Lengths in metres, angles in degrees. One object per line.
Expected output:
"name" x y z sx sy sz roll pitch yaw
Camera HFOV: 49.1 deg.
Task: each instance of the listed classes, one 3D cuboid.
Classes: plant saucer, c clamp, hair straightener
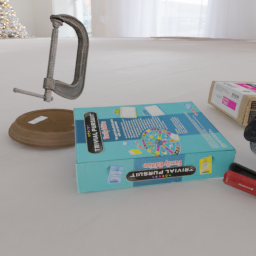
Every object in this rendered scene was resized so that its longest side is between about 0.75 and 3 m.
"plant saucer" -1.922 -0.082 7.282 2.227 0.328 2.227 4 22 -1
"c clamp" -1.311 -1.395 5.553 0.269 1.985 1.696 3 -11 31
"hair straightener" 2.565 0.962 4.669 1.783 0.365 0.686 16 32 31

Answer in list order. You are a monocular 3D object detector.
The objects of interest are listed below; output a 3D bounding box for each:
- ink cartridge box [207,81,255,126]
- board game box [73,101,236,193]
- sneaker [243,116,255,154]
"ink cartridge box" 3.769 -0.800 8.446 1.849 0.843 2.245 1 21 -11
"board game box" 0.344 0.243 5.804 2.849 0.669 2.151 -4 30 -9
"sneaker" 2.932 0.428 4.923 1.572 1.043 2.763 -31 25 47
